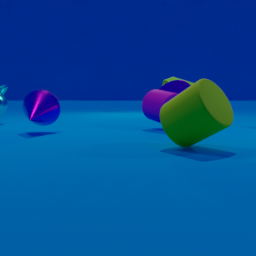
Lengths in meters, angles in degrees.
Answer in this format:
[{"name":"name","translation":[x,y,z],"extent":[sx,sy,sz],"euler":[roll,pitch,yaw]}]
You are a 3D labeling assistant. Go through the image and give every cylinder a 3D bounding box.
[{"name":"cylinder","translation":[1.095,-0.223,4.533],"extent":[0.845,0.845,0.845],"euler":[-6,-21,-44]},{"name":"cylinder","translation":[0.931,-0.542,7.313],"extent":[0.836,0.836,0.836],"euler":[-4,16,-33]}]

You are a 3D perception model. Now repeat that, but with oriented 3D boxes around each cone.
[{"name":"cone","translation":[-2.080,-0.323,6.354],"extent":[0.900,0.900,0.903],"euler":[0,20,-1]},{"name":"cone","translation":[1.921,-0.868,10.665],"extent":[1.368,1.368,1.373],"euler":[3,-29,29]}]

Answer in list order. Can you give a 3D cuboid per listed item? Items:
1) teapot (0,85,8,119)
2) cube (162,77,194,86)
[{"name":"teapot","translation":[-4.316,-0.704,8.771],"extent":[1.795,1.116,0.879],"euler":[-43,2,24]},{"name":"cube","translation":[2.045,-1.432,11.769],"extent":[1.075,1.075,1.075],"euler":[22,26,23]}]
